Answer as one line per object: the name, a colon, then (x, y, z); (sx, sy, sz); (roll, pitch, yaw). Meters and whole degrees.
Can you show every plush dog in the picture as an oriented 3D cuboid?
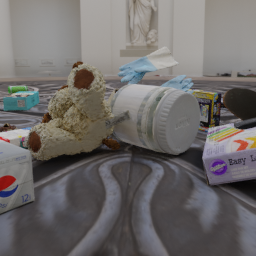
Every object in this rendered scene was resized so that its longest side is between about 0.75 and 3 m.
plush dog: (-1.337, -0.432, 7.456); (2.106, 2.625, 2.255); (29, 14, -41)

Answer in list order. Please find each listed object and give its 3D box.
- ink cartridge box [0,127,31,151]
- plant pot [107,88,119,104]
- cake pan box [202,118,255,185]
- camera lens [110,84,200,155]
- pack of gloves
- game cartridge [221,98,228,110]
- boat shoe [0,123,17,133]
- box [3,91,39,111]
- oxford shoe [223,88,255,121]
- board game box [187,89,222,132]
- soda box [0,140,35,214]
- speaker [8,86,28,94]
ink cartridge box: (-2.999, 0.392, 7.312); (0.853, 0.494, 1.469); (12, 18, 41)
plant pot: (-0.150, -0.496, 9.332); (1.218, 1.220, 1.080); (8, -12, -27)
cake pan box: (2.908, 0.294, 6.014); (2.374, 0.674, 2.578); (-12, 9, 23)
camera lens: (0.633, -0.292, 7.589); (1.697, 1.697, 2.122); (-13, 19, -43)
pack of gloves: (1.031, -1.681, 9.347); (2.449, 2.058, 0.483); (-30, -14, -25)
game cartridge: (5.547, -1.197, 14.269); (2.405, 0.492, 1.601); (9, 20, 33)
boat shoe: (-4.058, -0.013, 9.459); (0.308, 0.307, 0.854); (3, 13, 11)
box: (-5.590, -1.473, 14.873); (1.138, 0.679, 2.765); (-1, 13, -5)
oxford shoe: (4.302, -0.569, 9.669); (2.950, 1.052, 1.051); (19, -1, -21)
board game box: (2.549, -0.654, 9.958); (0.456, 1.329, 1.608); (-6, 15, -28)
soda box: (-2.947, 0.662, 5.214); (2.897, 0.919, 0.989); (11, 17, 40)
speaker: (-8.305, -2.881, 21.125); (1.325, 0.586, 0.586); (-8, 15, -31)
